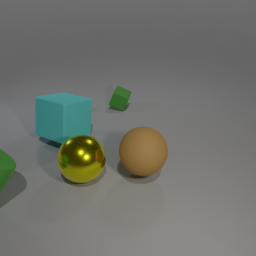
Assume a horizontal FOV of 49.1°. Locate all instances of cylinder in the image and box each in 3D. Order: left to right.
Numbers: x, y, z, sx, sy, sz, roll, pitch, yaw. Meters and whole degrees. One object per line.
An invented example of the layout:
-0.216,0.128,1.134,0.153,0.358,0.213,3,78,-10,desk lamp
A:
-3.787,1.205,6.988,1.400,1.400,1.400,32,0,0,cylinder

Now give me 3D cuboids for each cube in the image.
-2.274,-0.396,9.936,1.400,1.400,1.400,15,20,30,cube
-0.338,-1.308,12.328,0.700,0.700,0.700,24,36,-1,cube

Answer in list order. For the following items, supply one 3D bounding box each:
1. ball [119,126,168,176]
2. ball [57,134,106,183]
0.436,0.655,7.983,1.400,1.400,1.400,0,30,0,ball
-1.334,0.881,8.109,1.400,1.400,1.400,0,30,0,ball
